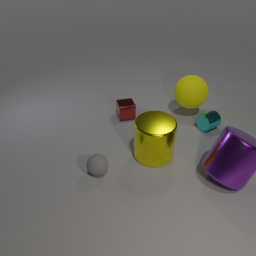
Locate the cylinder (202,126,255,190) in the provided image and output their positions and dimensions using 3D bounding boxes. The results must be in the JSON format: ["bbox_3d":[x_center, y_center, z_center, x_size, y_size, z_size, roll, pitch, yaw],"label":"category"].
[{"bbox_3d":[3.185,0.877,8.381,1.400,1.400,1.400,23,21,-9],"label":"cylinder"}]

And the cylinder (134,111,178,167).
[{"bbox_3d":[0.902,0.359,9.486,1.400,1.400,1.400,0,38,0],"label":"cylinder"}]

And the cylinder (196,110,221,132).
[{"bbox_3d":[3.221,-0.284,11.182,0.700,0.700,0.700,-20,38,-27],"label":"cylinder"}]

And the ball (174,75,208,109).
[{"bbox_3d":[2.659,-1.521,11.828,1.400,1.400,1.400,0,33,0],"label":"ball"}]

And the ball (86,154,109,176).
[{"bbox_3d":[-0.971,1.169,8.911,0.700,0.700,0.700,0,33,0],"label":"ball"}]

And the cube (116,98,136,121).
[{"bbox_3d":[-0.088,-0.784,11.950,0.700,0.700,0.700,-8,34,-12],"label":"cube"}]

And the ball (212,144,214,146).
[{"bbox_3d":[3.214,0.769,9.585,0.700,0.700,0.700,0,33,0],"label":"ball"}]
